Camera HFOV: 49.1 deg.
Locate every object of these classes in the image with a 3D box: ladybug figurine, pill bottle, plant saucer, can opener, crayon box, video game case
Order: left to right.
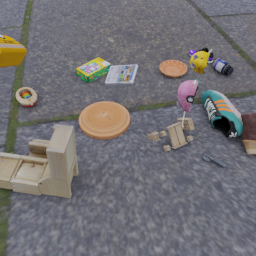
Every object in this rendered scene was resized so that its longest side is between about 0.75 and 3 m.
[{"bbox_3d":[-4.477,-1.333,12.445,0.863,0.458,1.272,-23,50,-21],"label":"ladybug figurine"},{"bbox_3d":[-1.715,-2.902,13.983,0.920,0.451,1.549,35,55,29],"label":"crayon box"},{"bbox_3d":[-0.974,-0.413,11.637,2.140,0.345,2.140,0,46,0],"label":"plant saucer"},{"bbox_3d":[-0.194,-1.582,8.278,0.898,0.081,0.643,3,63,26],"label":"video game case"},{"bbox_3d":[2.285,-2.978,14.200,1.395,0.261,1.395,0,46,0],"label":"plant saucer"},{"bbox_3d":[3.122,1.229,10.166,0.854,0.228,0.286,33,87,27],"label":"can opener"},{"bbox_3d":[4.756,-3.050,14.048,0.570,0.570,1.019,-28,52,-25],"label":"pill bottle"}]

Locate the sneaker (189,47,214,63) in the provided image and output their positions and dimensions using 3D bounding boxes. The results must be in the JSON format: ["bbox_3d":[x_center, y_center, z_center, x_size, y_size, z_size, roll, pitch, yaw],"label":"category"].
[{"bbox_3d":[3.938,-4.009,14.905,1.379,0.686,0.479,27,52,23],"label":"sneaker"}]

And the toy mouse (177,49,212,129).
[{"bbox_3d":[1.886,-1.166,8.776,0.540,2.478,2.789,20,26,10],"label":"toy mouse"}]

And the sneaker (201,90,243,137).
[{"bbox_3d":[3.685,-0.628,11.435,1.023,0.914,2.560,-17,49,-22],"label":"sneaker"}]

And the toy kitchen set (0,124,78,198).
[{"bbox_3d":[-2.982,0.593,9.183,2.672,2.411,2.180,8,45,2],"label":"toy kitchen set"}]

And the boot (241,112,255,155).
[{"bbox_3d":[5.227,0.156,10.395,1.909,0.691,1.588,-3,80,5],"label":"boot"}]

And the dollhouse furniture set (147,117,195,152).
[{"bbox_3d":[1.672,0.287,10.786,1.700,0.881,0.752,-22,10,-20],"label":"dollhouse furniture set"}]

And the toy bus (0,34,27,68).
[{"bbox_3d":[-3.934,-2.280,8.282,0.892,0.741,2.278,36,14,-7],"label":"toy bus"}]
